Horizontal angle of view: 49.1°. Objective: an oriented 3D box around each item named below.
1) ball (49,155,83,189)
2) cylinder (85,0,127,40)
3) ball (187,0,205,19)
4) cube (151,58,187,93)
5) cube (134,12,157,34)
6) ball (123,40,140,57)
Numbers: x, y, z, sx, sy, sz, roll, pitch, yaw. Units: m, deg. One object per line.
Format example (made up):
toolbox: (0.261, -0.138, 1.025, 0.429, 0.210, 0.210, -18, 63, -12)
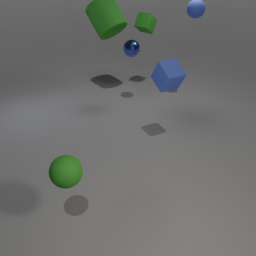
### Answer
ball: (-1.300, 0.912, 5.867, 0.700, 0.700, 0.700, 0, 31, 0)
cylinder: (-0.956, -4.902, 12.449, 1.400, 1.400, 1.400, -29, 3, 1)
ball: (2.626, -4.607, 10.823, 0.700, 0.700, 0.700, 0, 31, 0)
cube: (1.259, -1.638, 8.730, 0.700, 0.700, 0.700, -16, 65, -27)
cube: (0.827, -4.891, 13.042, 0.700, 0.700, 0.700, 23, 5, 30)
ball: (0.155, -3.336, 11.739, 0.700, 0.700, 0.700, 0, 31, 0)
